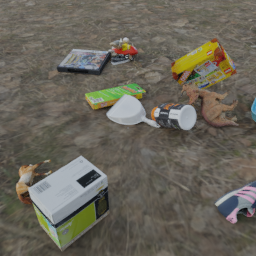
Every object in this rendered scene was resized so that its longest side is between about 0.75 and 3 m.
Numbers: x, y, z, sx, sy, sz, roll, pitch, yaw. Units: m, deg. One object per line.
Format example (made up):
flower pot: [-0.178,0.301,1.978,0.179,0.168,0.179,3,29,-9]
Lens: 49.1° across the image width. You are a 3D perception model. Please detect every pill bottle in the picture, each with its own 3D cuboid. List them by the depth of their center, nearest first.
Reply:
pill bottle: [1.503,-0.417,9.690,0.850,0.850,1.599,-25,19,-29]

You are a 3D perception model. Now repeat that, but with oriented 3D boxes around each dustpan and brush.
dustpan and brush: [0.339,-0.477,10.372,1.920,0.549,1.340,19,54,32]

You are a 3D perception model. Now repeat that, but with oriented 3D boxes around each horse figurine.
horse figurine: [-2.667,1.478,7.721,1.049,0.395,1.583,-12,42,5]

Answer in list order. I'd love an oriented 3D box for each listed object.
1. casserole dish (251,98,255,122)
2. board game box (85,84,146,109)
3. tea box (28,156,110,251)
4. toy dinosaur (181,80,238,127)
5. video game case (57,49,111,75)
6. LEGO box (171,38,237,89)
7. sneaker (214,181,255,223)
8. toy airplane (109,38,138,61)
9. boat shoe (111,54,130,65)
casserole dish: [5.477,-0.686,10.628,1.406,0.450,2.321,19,40,24]
board game box: [-0.501,-1.343,11.518,2.297,0.344,1.097,-17,34,-16]
tea box: [-1.300,1.729,6.538,1.477,1.453,0.987,-31,46,-34]
toy dinosaur: [3.013,-0.703,10.278,1.615,1.023,2.382,-18,57,-4]
video game case: [-2.197,-3.449,14.443,2.162,0.305,2.393,7,37,8]
LEGO box: [2.911,-2.315,10.888,1.988,1.480,0.767,-26,49,34]
sneaker: [3.083,1.875,7.198,1.756,0.616,0.720,-18,58,-19]
toy airplane: [-0.268,-4.239,14.794,1.493,1.058,1.500,14,11,-12]
boat shoe: [-0.356,-3.657,14.633,1.208,0.409,0.433,-23,42,-27]
